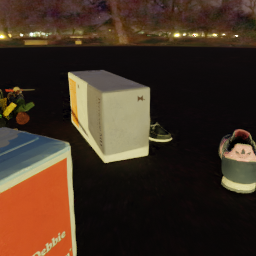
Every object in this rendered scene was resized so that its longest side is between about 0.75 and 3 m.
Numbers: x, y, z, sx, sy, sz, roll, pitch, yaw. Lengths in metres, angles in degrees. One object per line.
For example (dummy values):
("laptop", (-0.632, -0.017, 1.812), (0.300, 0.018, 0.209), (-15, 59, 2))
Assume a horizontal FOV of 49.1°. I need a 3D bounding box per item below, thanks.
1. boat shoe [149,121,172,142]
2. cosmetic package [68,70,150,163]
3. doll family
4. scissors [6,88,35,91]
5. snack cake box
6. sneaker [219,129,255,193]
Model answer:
("boat shoe", (0.561, 0.009, 6.970), (1.261, 0.380, 0.477), (18, 26, 41))
("cosmetic package", (-0.586, -0.467, 6.693), (1.036, 1.475, 2.908), (-9, 20, -22))
("doll family", (-3.214, -0.179, 6.429), (2.090, 0.820, 1.208), (-33, 59, 3))
("scissors", (-4.698, -1.646, 12.169), (1.193, 0.083, 0.436), (5, 18, 9))
("snack cake box", (-1.588, 1.193, 1.723), (0.947, 1.621, 2.820), (11, 22, 30))
("sneaker", (2.120, 0.353, 5.272), (0.733, 0.857, 2.089), (5, 20, 13))
